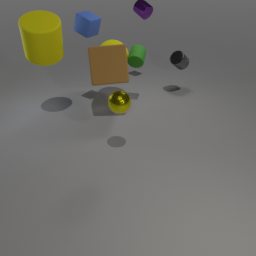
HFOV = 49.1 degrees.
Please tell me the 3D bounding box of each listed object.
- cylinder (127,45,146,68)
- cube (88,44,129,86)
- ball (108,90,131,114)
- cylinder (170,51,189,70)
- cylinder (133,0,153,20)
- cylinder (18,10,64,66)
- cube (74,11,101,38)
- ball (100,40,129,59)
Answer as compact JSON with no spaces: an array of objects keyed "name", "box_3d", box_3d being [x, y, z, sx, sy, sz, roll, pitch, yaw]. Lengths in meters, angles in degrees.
[{"name":"cylinder","box_3d":[0.375,-3.018,11.800,0.700,0.700,0.700,7,59,12]},{"name":"cube","box_3d":[-0.711,-2.423,10.931,1.400,1.400,1.400,-5,10,1]},{"name":"ball","box_3d":[-0.251,-0.771,8.361,0.700,0.700,0.700,0,30,0]},{"name":"cylinder","box_3d":[2.433,-3.184,13.196,0.700,0.700,0.700,24,3,36]},{"name":"cylinder","box_3d":[0.723,-5.672,13.366,0.700,0.700,0.700,-29,68,-40]},{"name":"cylinder","box_3d":[-3.059,-3.202,10.016,1.400,1.400,1.400,4,51,-5]},{"name":"cube","box_3d":[-1.546,-3.960,10.687,0.700,0.700,0.700,34,42,16]},{"name":"ball","box_3d":[-0.672,-3.153,12.329,1.400,1.400,1.400,0,30,0]}]
